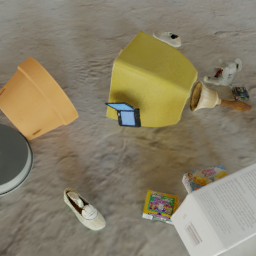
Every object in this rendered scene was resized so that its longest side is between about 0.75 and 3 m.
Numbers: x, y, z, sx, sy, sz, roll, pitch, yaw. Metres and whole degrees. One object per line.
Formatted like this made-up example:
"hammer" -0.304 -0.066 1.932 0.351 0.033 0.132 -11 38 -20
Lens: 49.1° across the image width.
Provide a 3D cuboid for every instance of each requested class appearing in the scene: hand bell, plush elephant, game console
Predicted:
"hand bell" 4.002 -1.101 11.776 2.489 1.296 1.296 11 44 -6
"plush elephant" 4.499 -2.627 12.978 1.346 1.265 1.634 -32 53 -29
"game console" -0.189 -0.465 9.958 0.669 1.011 1.149 -18 16 -41

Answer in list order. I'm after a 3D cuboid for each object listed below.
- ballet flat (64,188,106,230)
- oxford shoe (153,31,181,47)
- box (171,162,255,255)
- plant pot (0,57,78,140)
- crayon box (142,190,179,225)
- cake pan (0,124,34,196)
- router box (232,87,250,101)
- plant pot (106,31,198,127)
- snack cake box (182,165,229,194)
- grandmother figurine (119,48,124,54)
"ballet flat" -1.366 2.398 8.371 1.694 0.528 0.571 31 52 27
"oxford shoe" 2.281 -5.309 16.231 0.757 0.581 2.013 -34 51 -26
"box" 2.786 2.171 7.357 2.688 2.046 1.429 -19 60 -19
"plant pot" -3.499 -0.888 10.408 1.975 2.821 2.821 -41 56 -13
"crayon box" 1.001 2.401 8.540 0.977 0.285 0.843 11 44 10
"cake pan" -4.494 0.924 9.179 2.691 0.493 2.691 10 56 -16
"router box" 5.064 -1.529 12.596 0.570 0.236 0.761 2 44 2
"plant pot" 1.083 -1.679 11.072 2.818 2.755 2.737 22 46 10
"snack cake box" 2.583 1.762 9.057 1.410 0.474 0.811 -11 47 -12
"grandmother figurine" 0.825 -3.384 14.184 2.526 0.765 1.532 34 51 26
